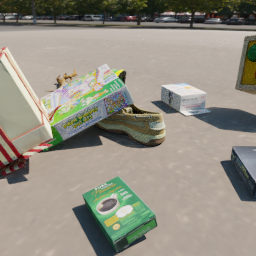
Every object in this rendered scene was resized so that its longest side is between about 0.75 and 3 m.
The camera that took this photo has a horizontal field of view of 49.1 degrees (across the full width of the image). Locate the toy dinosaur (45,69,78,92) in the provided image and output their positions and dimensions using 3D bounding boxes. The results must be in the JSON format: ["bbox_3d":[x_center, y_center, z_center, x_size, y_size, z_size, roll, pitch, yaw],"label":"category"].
[{"bbox_3d":[-2.813,-1.945,12.569,1.371,0.780,2.582,-27,22,0],"label":"toy dinosaur"}]

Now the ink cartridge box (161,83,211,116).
[{"bbox_3d":[2.140,-1.115,10.461,1.099,0.647,1.908,-9,25,-19],"label":"ink cartridge box"}]

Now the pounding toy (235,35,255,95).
[{"bbox_3d":[4.942,-1.547,8.601,1.343,2.578,2.934,6,5,-37],"label":"pounding toy"}]

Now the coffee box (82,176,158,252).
[{"bbox_3d":[-0.181,1.414,4.871,0.826,0.295,1.344,-26,31,-21],"label":"coffee box"}]

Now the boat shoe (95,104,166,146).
[{"bbox_3d":[-0.070,-0.444,8.364,2.865,1.091,1.027,18,29,35],"label":"boat shoe"}]

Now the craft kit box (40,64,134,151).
[{"bbox_3d":[-1.468,-0.778,8.396,2.738,0.673,2.772,-32,29,-1],"label":"craft kit box"}]

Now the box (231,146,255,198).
[{"bbox_3d":[3.101,0.913,6.126,1.239,0.401,1.571,0,24,3],"label":"box"}]

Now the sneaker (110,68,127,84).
[{"bbox_3d":[-1.040,-1.591,10.841,1.094,1.002,2.569,16,34,19],"label":"sneaker"}]

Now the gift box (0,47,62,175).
[{"bbox_3d":[-2.939,-0.355,6.441,2.490,2.325,2.297,-25,28,-3],"label":"gift box"}]
